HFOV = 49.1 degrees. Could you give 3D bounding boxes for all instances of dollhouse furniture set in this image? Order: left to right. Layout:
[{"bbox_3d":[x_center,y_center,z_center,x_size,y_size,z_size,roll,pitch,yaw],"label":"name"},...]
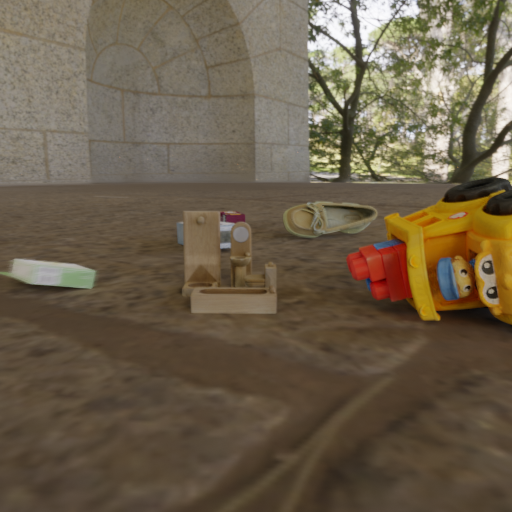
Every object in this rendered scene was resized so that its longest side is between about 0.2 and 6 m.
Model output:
[{"bbox_3d":[-0.404,0.034,7.650,1.365,1.169,1.435,0,10,1],"label":"dollhouse furniture set"}]

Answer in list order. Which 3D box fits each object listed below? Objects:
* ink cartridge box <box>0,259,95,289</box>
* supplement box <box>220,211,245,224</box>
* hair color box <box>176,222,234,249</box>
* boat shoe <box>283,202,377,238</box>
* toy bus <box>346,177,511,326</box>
[{"bbox_3d":[-3.237,0.234,8.537,1.336,0.320,0.973,11,2,44],"label":"ink cartridge box"},{"bbox_3d":[-0.697,-1.003,15.886,0.572,0.444,1.037,-3,10,-15],"label":"supplement box"},{"bbox_3d":[-1.108,-0.470,12.277,0.864,0.529,1.745,-5,7,-21],"label":"hair color box"},{"bbox_3d":[1.809,-0.948,13.701,2.423,0.884,0.762,1,-19,-26],"label":"boat shoe"},{"bbox_3d":[2.326,0.087,6.827,2.265,1.601,2.359,-13,13,1],"label":"toy bus"}]
